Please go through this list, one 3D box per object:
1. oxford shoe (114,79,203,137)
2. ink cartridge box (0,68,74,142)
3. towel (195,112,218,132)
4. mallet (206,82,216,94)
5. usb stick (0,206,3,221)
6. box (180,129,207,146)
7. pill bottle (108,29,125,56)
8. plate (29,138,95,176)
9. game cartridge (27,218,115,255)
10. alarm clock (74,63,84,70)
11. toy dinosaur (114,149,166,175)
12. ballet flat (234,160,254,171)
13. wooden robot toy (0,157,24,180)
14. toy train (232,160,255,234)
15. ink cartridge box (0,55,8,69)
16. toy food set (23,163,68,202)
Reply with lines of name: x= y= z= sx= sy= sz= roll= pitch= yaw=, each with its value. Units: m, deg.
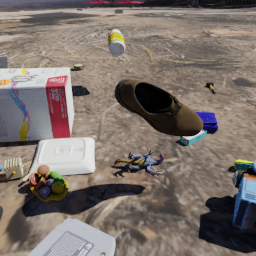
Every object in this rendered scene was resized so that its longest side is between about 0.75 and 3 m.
oxford shoe: x=0.816 y=-0.330 z=5.902 sx=2.210 sy=0.803 sz=0.933 roll=22 pitch=-5 yaw=-24
ink cartridge box: x=-3.183 y=-0.807 z=9.121 sx=2.604 sy=1.884 sz=1.892 roll=-3 pitch=29 yaw=-6
towel: x=2.275 y=-0.313 z=9.761 sx=1.612 sy=0.399 sz=1.191 roll=4 pitch=30 yaw=7
mallet: x=3.782 y=-1.821 z=12.765 sx=0.337 sy=0.211 sz=1.024 roll=4 pitch=33 yaw=6
usb stick: x=-3.614 y=1.912 z=5.812 sx=1.858 sy=0.303 sz=0.515 roll=-5 pitch=29 yaw=-9
box: x=2.079 y=0.254 z=8.917 sx=0.888 sy=0.218 sz=0.365 roll=-21 pitch=35 yaw=-34
pill bottle: x=-0.513 y=-3.715 z=12.085 sx=0.706 sy=0.706 sz=1.252 roll=-3 pitch=46 yaw=-5
plate: x=-1.827 y=0.727 z=8.001 sx=1.743 sy=0.282 sz=1.739 roll=-3 pitch=28 yaw=-5
game cartridge: x=-1.144 y=2.478 z=4.728 sx=1.350 sy=0.415 sz=2.028 roll=12 pitch=31 yaw=28
alarm clock: x=-2.749 y=-3.344 z=15.413 sx=0.570 sy=0.281 sz=0.845 roll=12 pitch=29 yaw=19
toy dinosaur: x=0.444 y=0.826 z=7.606 sx=1.116 sy=0.646 sz=1.229 roll=1 pitch=8 yaw=-44
ballet flat: x=3.360 y=1.026 z=7.424 sx=1.040 sy=0.348 sz=0.349 roll=10 pitch=19 yaw=20
wooden robot toy: x=-3.925 y=0.875 z=6.858 sx=2.464 sy=1.118 sz=1.086 roll=-1 pitch=28 yaw=-1
toy train: x=3.450 y=1.580 z=5.682 sx=2.612 sy=1.132 sz=1.492 roll=13 pitch=40 yaw=18
ink cartridge box: x=-5.814 y=-2.030 z=10.955 sx=2.035 sy=2.509 sz=0.629 roll=-19 pitch=69 yaw=-30
toy food set: x=-1.997 y=1.237 z=6.737 sx=1.248 sy=0.408 sz=0.734 roll=30 pitch=49 yaw=27
